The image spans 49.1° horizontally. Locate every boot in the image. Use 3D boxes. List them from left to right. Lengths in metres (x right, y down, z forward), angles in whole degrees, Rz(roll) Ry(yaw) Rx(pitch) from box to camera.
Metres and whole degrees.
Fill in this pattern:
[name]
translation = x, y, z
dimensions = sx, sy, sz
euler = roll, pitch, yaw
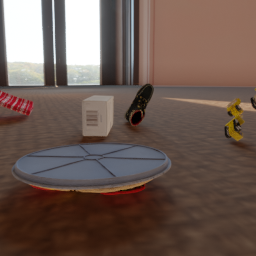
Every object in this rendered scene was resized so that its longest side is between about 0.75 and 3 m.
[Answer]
[boot]
translation = 0.446, -0.733, 9.031
dimensions = 0.530, 1.469, 1.109
euler = 33, 7, -14

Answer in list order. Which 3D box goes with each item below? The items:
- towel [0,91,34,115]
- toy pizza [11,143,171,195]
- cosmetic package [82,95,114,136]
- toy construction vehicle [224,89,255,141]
[towel]
translation = -4.999, -1.261, 10.336
dimensions = 2.998, 0.337, 2.168
euler = 22, 6, -18
[toy pizza]
translation = -0.490, 0.578, 4.063
dimensions = 2.215, 0.351, 2.215
euler = -1, 8, 0
[cosmetic package]
translation = -0.807, -0.405, 7.993
dimensions = 0.698, 0.959, 1.886
euler = 2, 12, 3
[toy construction vehicle]
translation = 2.976, -0.381, 6.923
dimensions = 0.496, 1.226, 1.408
euler = 37, 34, -9
